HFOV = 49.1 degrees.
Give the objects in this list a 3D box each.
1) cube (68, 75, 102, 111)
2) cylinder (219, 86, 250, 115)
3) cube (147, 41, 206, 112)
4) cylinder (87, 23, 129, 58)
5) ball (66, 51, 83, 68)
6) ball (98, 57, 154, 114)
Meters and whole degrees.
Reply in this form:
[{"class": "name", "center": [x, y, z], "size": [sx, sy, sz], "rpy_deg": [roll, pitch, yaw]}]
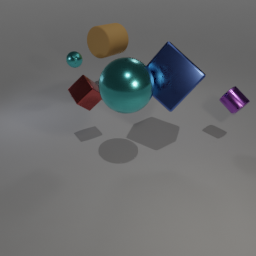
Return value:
[{"class": "cube", "center": [-1.306, -1.095, 8.784], "size": [0.700, 0.700, 0.700], "rpy_deg": [55, 13, 29]}, {"class": "cylinder", "center": [3.549, -0.911, 9.346], "size": [0.700, 0.700, 0.700], "rpy_deg": [-27, 72, -39]}, {"class": "cube", "center": [1.284, -1.529, 8.344], "size": [1.400, 1.400, 1.400], "rpy_deg": [43, 17, 1]}, {"class": "cylinder", "center": [-0.923, -4.039, 12.913], "size": [1.400, 1.400, 1.400], "rpy_deg": [20, 34, 31]}, {"class": "ball", "center": [-2.310, -2.950, 12.076], "size": [0.700, 0.700, 0.700], "rpy_deg": [0, 30, 0]}, {"class": "ball", "center": [-0.042, -1.060, 7.047], "size": [1.400, 1.400, 1.400], "rpy_deg": [0, 30, 0]}]
